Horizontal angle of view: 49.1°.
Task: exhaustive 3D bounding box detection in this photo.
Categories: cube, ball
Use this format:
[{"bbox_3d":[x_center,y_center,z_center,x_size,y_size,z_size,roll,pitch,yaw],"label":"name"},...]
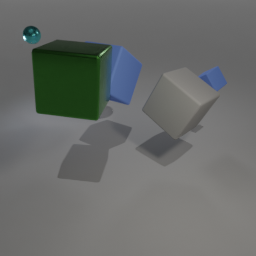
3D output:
[{"bbox_3d":[2.867,-1.618,9.795,0.700,0.700,0.700,-36,9,-28],"label":"cube"},{"bbox_3d":[1.561,-0.761,8.326,1.400,1.400,1.400,44,39,18],"label":"cube"},{"bbox_3d":[-1.188,-1.135,6.353,1.400,1.400,1.400,7,26,5],"label":"cube"},{"bbox_3d":[-3.841,-3.722,11.202,0.700,0.700,0.700,0,29,0],"label":"ball"},{"bbox_3d":[-0.625,-1.666,8.639,1.400,1.400,1.400,17,-2,29],"label":"cube"}]
